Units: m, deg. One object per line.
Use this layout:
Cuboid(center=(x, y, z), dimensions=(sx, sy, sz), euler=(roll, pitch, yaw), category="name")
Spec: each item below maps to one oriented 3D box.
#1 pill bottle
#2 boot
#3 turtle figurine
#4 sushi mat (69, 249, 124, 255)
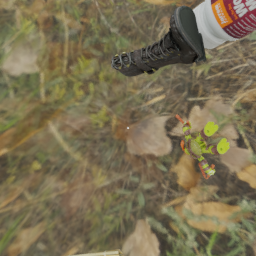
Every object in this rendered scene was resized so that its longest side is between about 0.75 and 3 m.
Cuboid(center=(2.567, -2.760, 6.170), dimensions=(1.318, 2.406, 1.318), euler=(10, 72, -32), category="pill bottle")
Cuboid(center=(0.549, -1.569, 5.932), dimensions=(1.998, 2.295, 0.795), euler=(-10, 82, 21), category="boot")
Cuboid(center=(1.579, 0.332, 6.389), dimensions=(0.556, 1.393, 1.727), euler=(-17, 78, -20), category="turtle figurine")
Cuboid(center=(-1.042, 2.388, 3.873), dimensions=(2.596, 0.157, 1.242), euler=(-16, 88, 22), category="sushi mat")
